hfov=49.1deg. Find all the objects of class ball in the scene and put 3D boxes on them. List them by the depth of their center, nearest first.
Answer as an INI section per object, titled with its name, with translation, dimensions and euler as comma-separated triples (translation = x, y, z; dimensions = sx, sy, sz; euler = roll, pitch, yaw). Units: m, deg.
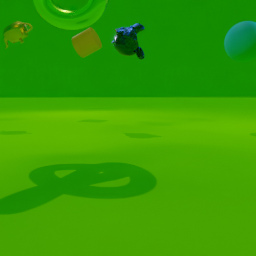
[ball]
translation = 3.084, -2.267, 7.384
dimensions = 1.030, 1.030, 1.030
euler = 0, 7, 0

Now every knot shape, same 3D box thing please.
[knot shape]
translation = -0.914, -2.466, 4.368
dimensions = 1.896, 1.775, 0.876
euler = -10, 18, -39

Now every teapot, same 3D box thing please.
[teapot]
translation = -3.231, -2.697, 8.096
dimensions = 1.110, 0.543, 0.690
euler = -25, 17, 17

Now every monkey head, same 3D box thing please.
[monkey head]
translation = 0.062, -2.351, 7.498
dimensions = 0.871, 0.729, 1.211
euler = -37, 56, -24

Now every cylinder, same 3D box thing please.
[cylinder]
translation = -1.657, -3.437, 11.299
dimensions = 0.886, 0.886, 0.886
euler = -23, 0, 17
